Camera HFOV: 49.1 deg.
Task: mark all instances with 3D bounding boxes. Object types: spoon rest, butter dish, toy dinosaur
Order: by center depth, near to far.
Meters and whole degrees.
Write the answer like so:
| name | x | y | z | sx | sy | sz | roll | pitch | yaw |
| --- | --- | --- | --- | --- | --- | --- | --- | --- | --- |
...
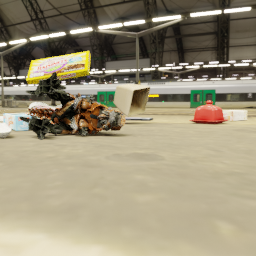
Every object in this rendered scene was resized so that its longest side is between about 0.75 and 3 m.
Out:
| name | x | y | z | sx | sy | sz | roll | pitch | yaw |
| --- | --- | --- | --- | --- | --- | --- | --- | --- | --- |
| spoon rest | -3.027 | 0.050 | 6.624 | 0.549 | 0.335 | 1.104 | -1 | 4 | -18 |
| toy dinosaur | -1.529 | -0.256 | 7.061 | 2.849 | 1.455 | 1.933 | -18 | -19 | 26 |
| butter dish | 3.312 | -0.647 | 11.451 | 1.261 | 0.932 | 1.257 | 5 | 8 | 44 |

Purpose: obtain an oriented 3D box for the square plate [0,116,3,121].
| name | x | y | z | sx | sy | sz | roll | pitch | yaw |
| --- | --- | --- | --- | --- | --- | --- | --- | --- | --- |
| square plate | -5.779 | -0.480 | 13.881 | 1.509 | 0.215 | 1.494 | 2 | 5 | 28 |

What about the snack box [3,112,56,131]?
| name | x | y | z | sx | sy | sz | roll | pitch | yaw |
| --- | --- | --- | --- | --- | --- | --- | --- | --- | --- |
| snack box | -2.583 | -0.264 | 9.352 | 2.673 | 0.496 | 1.553 | -4 | 6 | -35 |

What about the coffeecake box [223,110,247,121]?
| name | x | y | z | sx | sy | sz | roll | pitch | yaw |
| --- | --- | --- | --- | --- | --- | --- | --- | --- | --- |
| coffeecake box | 4.969 | -0.612 | 13.669 | 1.349 | 0.493 | 1.035 | -3 | 6 | -34 |

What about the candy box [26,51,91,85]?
| name | x | y | z | sx | sy | sz | roll | pitch | yaw |
| --- | --- | --- | --- | --- | --- | --- | --- | --- | --- |
| candy box | -2.567 | -2.256 | 10.470 | 2.318 | 0.306 | 1.185 | -8 | 48 | 6 |

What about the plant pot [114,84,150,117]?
| name | x | y | z | sx | sy | sz | roll | pitch | yaw |
| --- | --- | --- | --- | --- | --- | --- | --- | --- | --- |
| plant pot | 0.080 | -1.188 | 10.946 | 0.974 | 1.099 | 1.100 | 28 | 29 | 32 |

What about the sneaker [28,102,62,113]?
| name | x | y | z | sx | sy | sz | roll | pitch | yaw |
| --- | --- | --- | --- | --- | --- | --- | --- | --- | --- |
| sneaker | -2.810 | -0.433 | 10.924 | 2.204 | 0.885 | 0.951 | 0 | 26 | -6 |

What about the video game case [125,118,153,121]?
| name | x | y | z | sx | sy | sz | roll | pitch | yaw |
| --- | --- | --- | --- | --- | --- | --- | --- | --- | --- |
| video game case | 0.517 | -0.445 | 13.979 | 1.340 | 0.127 | 0.957 | 0 | 5 | 16 |
